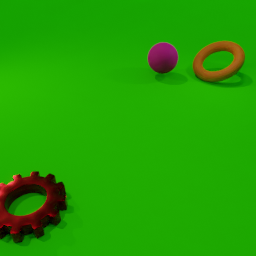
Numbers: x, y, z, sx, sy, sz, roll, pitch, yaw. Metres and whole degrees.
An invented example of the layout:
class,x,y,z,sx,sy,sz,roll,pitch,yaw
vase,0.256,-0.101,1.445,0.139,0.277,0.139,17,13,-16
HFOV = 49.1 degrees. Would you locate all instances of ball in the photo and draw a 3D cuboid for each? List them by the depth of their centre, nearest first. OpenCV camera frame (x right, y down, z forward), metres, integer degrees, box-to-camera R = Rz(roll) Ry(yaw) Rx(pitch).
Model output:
class,x,y,z,sx,sy,sz,roll,pitch,yaw
ball,1.382,-2.769,11.106,1.209,1.209,1.209,0,35,0

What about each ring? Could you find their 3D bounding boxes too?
class,x,y,z,sx,sy,sz,roll,pitch,yaw
ring,3.604,-2.683,11.233,2.033,0.407,2.033,-15,52,21

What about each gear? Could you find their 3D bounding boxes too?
class,x,y,z,sx,sy,sz,roll,pitch,yaw
gear,-2.140,1.605,5.966,1.635,0.302,1.635,0,35,0
